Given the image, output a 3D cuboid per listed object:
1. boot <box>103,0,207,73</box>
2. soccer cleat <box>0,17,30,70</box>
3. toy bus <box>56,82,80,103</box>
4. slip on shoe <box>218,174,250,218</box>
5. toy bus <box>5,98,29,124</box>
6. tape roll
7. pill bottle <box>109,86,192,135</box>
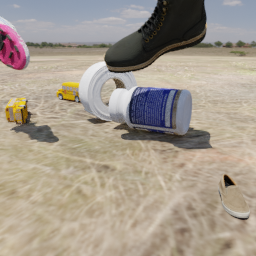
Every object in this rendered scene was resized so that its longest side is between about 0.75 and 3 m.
[{"bbox_3d":[0.491,-2.272,6.097,2.553,0.989,1.766,-25,-19,3],"label":"boot"},{"bbox_3d":[-3.023,-2.272,6.964,2.386,0.833,1.030,40,28,18],"label":"soccer cleat"},{"bbox_3d":[-2.307,-1.587,12.326,1.942,0.760,0.632,12,21,34],"label":"toy bus"},{"bbox_3d":[1.739,1.101,4.646,0.375,0.299,0.987,2,18,6],"label":"slip on shoe"},{"bbox_3d":[-3.779,-0.616,9.611,0.670,0.557,1.712,-5,18,-14],"label":"toy bus"},{"bbox_3d":[-0.638,-1.204,9.272,1.916,1.916,0.670,-11,21,-32],"label":"tape roll"},{"bbox_3d":[0.654,-0.554,8.215,2.234,1.293,1.293,8,19,23],"label":"pill bottle"}]
